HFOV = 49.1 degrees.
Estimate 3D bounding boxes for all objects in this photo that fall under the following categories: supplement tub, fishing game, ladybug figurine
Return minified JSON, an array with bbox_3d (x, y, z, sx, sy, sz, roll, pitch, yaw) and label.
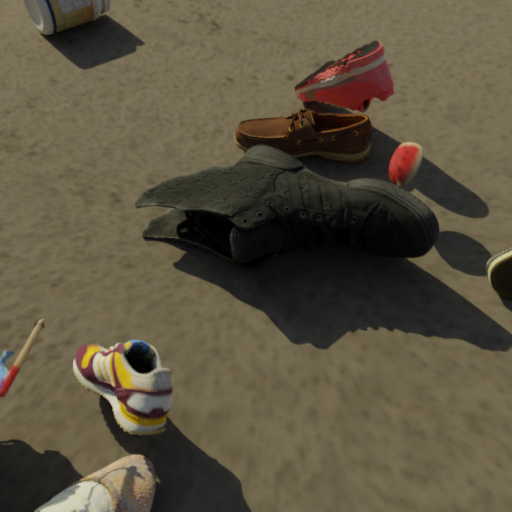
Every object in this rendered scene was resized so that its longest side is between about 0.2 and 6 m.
[{"bbox_3d":[-4.386,-5.960,12.981,1.700,1.228,1.228,-31,55,-24],"label":"supplement tub"},{"bbox_3d":[-3.187,1.609,5.848,2.406,0.374,1.723,-40,20,16],"label":"fishing game"},{"bbox_3d":[2.268,-1.426,8.608,0.299,0.565,0.832,33,58,-18],"label":"ladybug figurine"}]

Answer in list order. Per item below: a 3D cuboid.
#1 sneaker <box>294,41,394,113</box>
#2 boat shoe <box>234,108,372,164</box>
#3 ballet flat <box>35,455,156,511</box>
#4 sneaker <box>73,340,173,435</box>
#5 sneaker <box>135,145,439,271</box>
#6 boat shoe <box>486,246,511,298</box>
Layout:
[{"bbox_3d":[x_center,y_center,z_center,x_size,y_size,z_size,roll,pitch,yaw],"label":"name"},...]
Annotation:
[{"bbox_3d":[1.578,-3.045,10.352,0.899,1.058,2.440,-40,19,-19],"label":"sneaker"},{"bbox_3d":[0.841,-2.248,9.983,2.465,0.833,0.887,4,50,4],"label":"boat shoe"},{"bbox_3d":[-1.964,2.969,5.266,0.961,0.950,2.824,10,47,30],"label":"ballet flat"},{"bbox_3d":[-1.516,1.279,6.509,0.692,0.832,1.847,6,13,-44],"label":"sneaker"},{"bbox_3d":[0.357,-0.453,8.244,4.077,1.224,2.127,25,53,27],"label":"sneaker"},{"bbox_3d":[4.499,-0.074,8.110,2.515,0.898,0.826,-17,25,3],"label":"boat shoe"}]
